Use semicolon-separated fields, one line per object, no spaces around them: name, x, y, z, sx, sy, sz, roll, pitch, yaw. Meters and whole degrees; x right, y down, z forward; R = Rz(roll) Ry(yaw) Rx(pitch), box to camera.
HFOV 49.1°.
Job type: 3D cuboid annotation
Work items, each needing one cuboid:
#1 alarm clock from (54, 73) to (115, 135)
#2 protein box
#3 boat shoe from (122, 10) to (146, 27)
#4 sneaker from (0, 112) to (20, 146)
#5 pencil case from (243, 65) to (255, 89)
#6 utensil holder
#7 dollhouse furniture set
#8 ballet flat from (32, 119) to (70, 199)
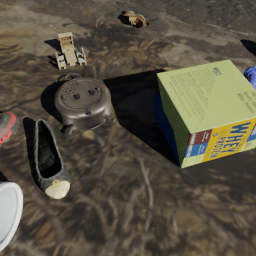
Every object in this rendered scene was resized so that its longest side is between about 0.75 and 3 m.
alarm clock;-1.574;-1.047;9.290;1.821;0.899;2.699;-17;49;-14
protein box;2.305;-0.482;8.264;2.411;1.627;2.393;-13;52;-11
boat shoe;0.267;-4.885;12.716;0.505;0.517;1.367;-35;50;-19
sneaker;-4.530;0.113;7.981;2.761;1.349;0.976;-26;53;-22
pencil case;4.208;-1.228;9.369;0.950;0.854;2.188;35;51;-11
utensil holder;-3.665;1.884;6.378;1.864;1.584;1.584;7;51;9
dollhouse furniture set;-2.301;-3.021;10.913;1.074;0.814;1.225;-14;52;-11
ballet flat;-2.251;0.830;7.769;0.850;0.727;2.558;-19;53;-15
